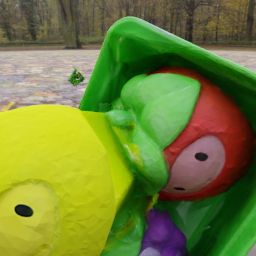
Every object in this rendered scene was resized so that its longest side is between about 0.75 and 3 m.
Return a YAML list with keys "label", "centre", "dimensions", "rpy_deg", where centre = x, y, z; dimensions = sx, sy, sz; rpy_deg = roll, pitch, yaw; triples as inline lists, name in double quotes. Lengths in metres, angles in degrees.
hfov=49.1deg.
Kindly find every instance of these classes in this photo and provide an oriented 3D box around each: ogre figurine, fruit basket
- label: "ogre figurine"
  centre: [-2.205, -2.099, 11.839]
  dimensions: [0.614, 0.502, 1.024]
  rpy_deg: [-45, 3, 0]
- label: "fruit basket"
  centre: [-0.104, 0.513, 2.098]
  dimensions: [1.892, 2.623, 2.623]
  rpy_deg: [33, 32, 23]
